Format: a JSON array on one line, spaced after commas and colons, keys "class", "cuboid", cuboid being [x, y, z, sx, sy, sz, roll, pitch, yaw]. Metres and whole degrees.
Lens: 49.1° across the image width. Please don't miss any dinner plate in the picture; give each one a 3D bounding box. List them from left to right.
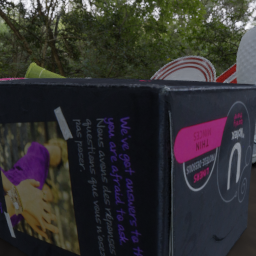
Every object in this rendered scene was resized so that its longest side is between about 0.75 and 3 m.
[{"class": "dinner plate", "cuboid": [1.635, -1.218, 9.464, 2.854, 2.854, 0.346, 10, -21, 48]}]

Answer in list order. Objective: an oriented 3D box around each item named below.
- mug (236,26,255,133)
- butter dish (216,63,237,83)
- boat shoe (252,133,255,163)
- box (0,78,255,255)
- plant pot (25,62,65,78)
[{"class": "mug", "cuboid": [3.969, -1.244, 7.163, 2.135, 2.535, 2.892, -16, -10, 31]}, {"class": "butter dish", "cuboid": [4.880, -1.464, 12.077, 2.792, 2.064, 2.785, -38, 11, 16]}, {"class": "boat shoe", "cuboid": [1.379, 0.203, 5.102, 2.523, 0.809, 0.930, 1, 9, 4]}, {"class": "box", "cuboid": [-0.389, 0.238, 2.835, 2.771, 1.469, 1.694, 8, 12, 37]}, {"class": "plant pot", "cuboid": [-3.712, -1.764, 13.818, 2.297, 2.419, 2.419, 12, 8, -7]}]
